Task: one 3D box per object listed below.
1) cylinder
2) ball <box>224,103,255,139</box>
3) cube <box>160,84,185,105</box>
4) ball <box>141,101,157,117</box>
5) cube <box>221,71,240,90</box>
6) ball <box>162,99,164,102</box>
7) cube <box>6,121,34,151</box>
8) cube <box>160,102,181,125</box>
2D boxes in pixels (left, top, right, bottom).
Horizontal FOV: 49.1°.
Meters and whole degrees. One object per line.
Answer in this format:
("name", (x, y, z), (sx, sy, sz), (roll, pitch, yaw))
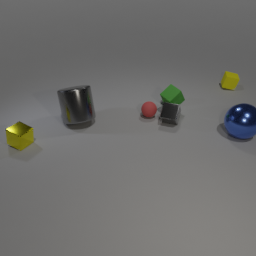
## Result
("cylinder", (-2.161, -1.003, 11.819), (1.400, 1.400, 1.400), (-8, 14, 2))
("ball", (4.474, -0.265, 10.911), (1.400, 1.400, 1.400), (0, 31, 0))
("cube", (1.975, -1.372, 12.426), (0.700, 0.700, 0.700), (-43, 51, -2))
("ball", (0.937, -0.832, 12.442), (0.700, 0.700, 0.700), (0, 31, 0))
("cube", (5.543, -2.574, 15.228), (0.700, 0.700, 0.700), (14, 36, 1))
("ball", (1.984, -1.478, 13.586), (0.700, 0.700, 0.700), (0, 31, 0))
("cube", (-4.055, 0.296, 10.526), (0.700, 0.700, 0.700), (24, 37, 16))
("cube", (1.812, -0.608, 11.877), (0.700, 0.700, 0.700), (12, 77, 19))
